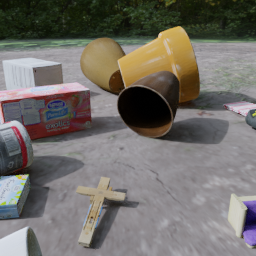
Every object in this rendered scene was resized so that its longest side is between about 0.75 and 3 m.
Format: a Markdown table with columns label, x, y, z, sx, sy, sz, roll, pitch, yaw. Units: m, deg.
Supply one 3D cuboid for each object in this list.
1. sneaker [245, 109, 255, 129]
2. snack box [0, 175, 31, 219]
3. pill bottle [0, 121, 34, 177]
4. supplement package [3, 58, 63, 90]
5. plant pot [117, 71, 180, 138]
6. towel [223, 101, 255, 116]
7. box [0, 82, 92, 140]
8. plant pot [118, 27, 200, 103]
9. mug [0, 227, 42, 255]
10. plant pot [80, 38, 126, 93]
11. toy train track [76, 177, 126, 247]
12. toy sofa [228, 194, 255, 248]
| label | x | y | z | sx | sy | sz | roll | pitch | yaw |
| --- | --- | --- | --- | --- | --- | --- | --- | --- | --- |
| sneaker | 5.068 | -0.534 | 9.145 | 2.837 | 1.056 | 1.200 | -12 | 25 | -27 |
| snack box | -2.443 | 1.328 | 5.448 | 0.862 | 0.346 | 1.022 | -3 | 23 | -5 |
| pill bottle | -3.276 | 0.635 | 6.078 | 2.105 | 1.165 | 1.165 | -20 | 29 | -40 |
| supplement package | -4.407 | -2.330 | 13.026 | 2.713 | 1.486 | 1.543 | 19 | 29 | 40 |
| plant pot | 0.870 | -0.956 | 8.645 | 1.762 | 1.762 | 1.886 | 11 | 40 | 26 |
| towel | 4.547 | -0.713 | 10.770 | 1.129 | 0.231 | 1.543 | -7 | 20 | -17 |
| box | -2.610 | -0.574 | 8.843 | 2.654 | 1.362 | 1.256 | -13 | 25 | -27 |
| plant pot | 1.127 | -2.282 | 11.521 | 2.732 | 2.984 | 2.984 | -16 | 22 | 1 |
| mug | -1.557 | 1.903 | 3.199 | 1.085 | 1.059 | 1.322 | -14 | 19 | -14 |
| plant pot | -0.817 | -2.795 | 13.516 | 2.403 | 2.403 | 2.579 | -9 | 35 | -22 |
| toy train track | -0.584 | 1.518 | 5.157 | 0.942 | 0.267 | 1.643 | 8 | 28 | 5 |
| toy sofa | 2.511 | 1.487 | 4.723 | 1.441 | 0.597 | 0.703 | -3 | 21 | -6 |
